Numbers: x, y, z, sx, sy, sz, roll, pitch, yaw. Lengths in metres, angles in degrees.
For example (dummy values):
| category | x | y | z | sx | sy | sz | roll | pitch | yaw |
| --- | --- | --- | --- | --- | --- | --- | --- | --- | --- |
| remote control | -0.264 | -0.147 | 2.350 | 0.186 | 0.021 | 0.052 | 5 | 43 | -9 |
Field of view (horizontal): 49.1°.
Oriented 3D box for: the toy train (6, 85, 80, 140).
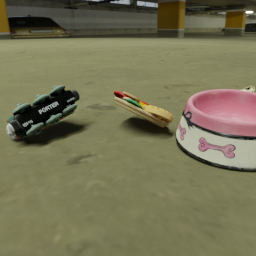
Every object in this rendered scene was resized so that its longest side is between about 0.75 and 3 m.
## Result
| category | x | y | z | sx | sy | sz | roll | pitch | yaw |
| --- | --- | --- | --- | --- | --- | --- | --- | --- | --- |
| toy train | -2.129 | -0.351 | 7.090 | 1.986 | 0.846 | 1.132 | -36 | 2 | -35 |

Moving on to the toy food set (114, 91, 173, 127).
| category | x | y | z | sx | sy | sz | roll | pitch | yaw |
| --- | --- | --- | --- | --- | --- | --- | --- | --- | --- |
| toy food set | 0.377 | -0.512 | 7.476 | 1.676 | 0.412 | 1.693 | 27 | 4 | 3 |

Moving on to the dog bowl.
| category | x | y | z | sx | sy | sz | roll | pitch | yaw |
| --- | --- | --- | --- | --- | --- | --- | --- | --- | --- |
| dog bowl | 2.426 | -0.126 | 6.434 | 2.593 | 0.956 | 2.593 | -1 | 25 | 0 |

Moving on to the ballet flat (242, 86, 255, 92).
| category | x | y | z | sx | sy | sz | roll | pitch | yaw |
| --- | --- | --- | --- | --- | --- | --- | --- | --- | --- |
| ballet flat | 4.225 | -1.244 | 10.111 | 0.492 | 0.492 | 1.416 | 16 | 29 | 36 |
